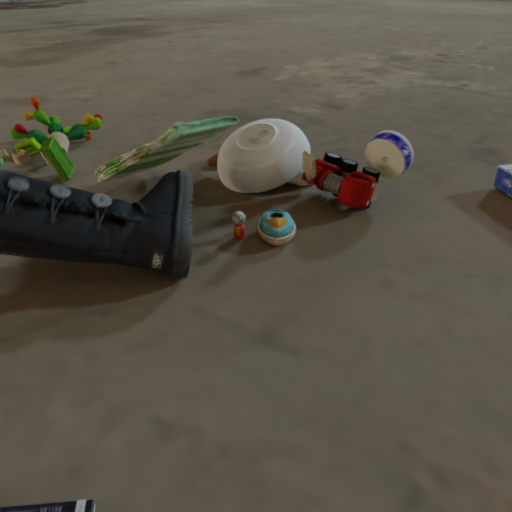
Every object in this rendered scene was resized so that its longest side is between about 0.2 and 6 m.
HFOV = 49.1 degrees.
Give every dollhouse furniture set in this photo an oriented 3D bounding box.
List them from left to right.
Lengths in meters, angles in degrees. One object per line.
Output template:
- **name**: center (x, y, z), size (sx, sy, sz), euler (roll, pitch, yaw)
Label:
- **dollhouse furniture set**: center (-5.312, -1.866, 12.478), size (2.272, 0.877, 1.135), euler (-18, 38, 8)

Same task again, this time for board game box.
- **board game box**: center (6.637, -1.270, 11.276), size (2.476, 0.540, 2.488), euler (-9, 32, -14)

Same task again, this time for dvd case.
- **dvd case**: center (-2.332, 2.789, 4.979), size (1.609, 0.129, 1.197), euler (-3, 31, -5)

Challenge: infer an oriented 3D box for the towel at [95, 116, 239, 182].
- **towel**: center (-1.851, -2.196, 11.369), size (2.557, 0.299, 1.951), euler (-19, 5, 38)

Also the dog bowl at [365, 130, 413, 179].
- **dog bowl**: center (2.671, -2.034, 11.288), size (0.925, 0.925, 0.364), euler (23, 52, 33)

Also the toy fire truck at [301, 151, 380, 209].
- **toy fire truck**: center (1.503, -1.516, 10.869), size (1.403, 1.026, 1.594), euler (29, 31, 29)

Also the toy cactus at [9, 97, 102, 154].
- **toy cactus**: center (-4.962, -3.127, 14.050), size (2.280, 1.166, 1.881), euler (-3, 40, -21)

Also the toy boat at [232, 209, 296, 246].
- **toy boat**: center (0.142, -0.563, 10.127), size (1.148, 0.533, 0.965), euler (-3, 32, -5)

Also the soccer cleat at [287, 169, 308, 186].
- **soccer cleat**: center (0.740, -2.291, 12.727), size (0.859, 0.768, 2.216), euler (6, 33, -15)

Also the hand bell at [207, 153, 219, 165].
- **hand bell**: center (-0.406, -2.469, 13.338), size (1.605, 0.835, 0.835), euler (-21, 35, -9)

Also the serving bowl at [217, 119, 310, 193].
- **serving bowl**: center (0.081, -2.328, 12.167), size (2.108, 0.693, 2.108), euler (-11, 46, 12)

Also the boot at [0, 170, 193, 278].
- **boot**: center (-2.818, -0.847, 9.364), size (3.410, 1.119, 2.811), euler (7, 30, -12)
